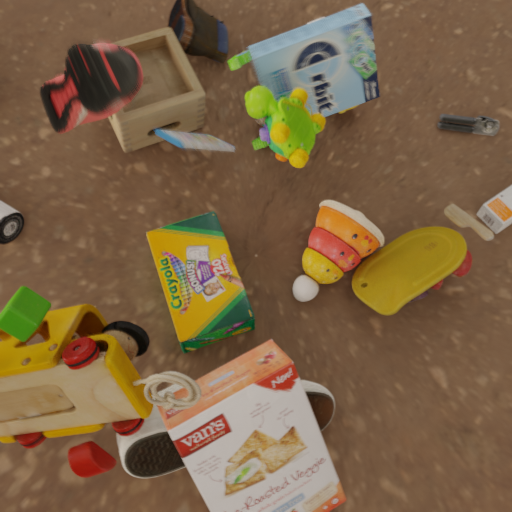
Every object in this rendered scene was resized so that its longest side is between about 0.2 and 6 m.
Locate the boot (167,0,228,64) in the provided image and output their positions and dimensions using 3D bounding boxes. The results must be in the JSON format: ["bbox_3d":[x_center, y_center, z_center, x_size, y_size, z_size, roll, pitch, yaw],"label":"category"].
[{"bbox_3d":[-1.228,-4.816,11.841,1.102,0.849,2.273,18,44,-26],"label":"boot"}]

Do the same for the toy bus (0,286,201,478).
[{"bbox_3d":[-2.286,1.331,7.034,2.823,2.664,1.459,25,36,-12],"label":"toy bus"}]

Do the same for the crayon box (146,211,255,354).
[{"bbox_3d":[-0.926,0.403,9.198,1.232,0.604,2.074,-18,65,-9],"label":"crayon box"}]

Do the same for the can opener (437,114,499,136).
[{"bbox_3d":[4.127,-2.579,10.907,1.160,0.309,0.388,9,32,5],"label":"can opener"}]

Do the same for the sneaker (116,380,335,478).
[{"bbox_3d":[-0.437,2.146,8.097,3.130,1.140,1.325,-4,23,-20],"label":"sneaker"}]

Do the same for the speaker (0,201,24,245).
[{"bbox_3d":[-4.891,-0.849,9.796,1.598,0.649,0.649,29,67,13],"label":"speaker"}]

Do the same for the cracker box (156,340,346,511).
[{"bbox_3d":[0.004,2.553,7.214,1.672,2.497,0.720,-27,24,-12],"label":"cracker box"}]

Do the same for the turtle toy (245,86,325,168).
[{"bbox_3d":[0.412,-2.098,8.854,0.733,1.451,1.057,-2,53,45],"label":"turtle toy"}]

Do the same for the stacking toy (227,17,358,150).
[{"bbox_3d":[0.729,-3.197,10.384,2.300,1.734,0.541,-28,27,-14],"label":"stacking toy"}]

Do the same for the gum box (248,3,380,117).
[{"bbox_3d":[1.041,-3.124,9.549,1.963,1.668,0.437,-19,52,6],"label":"gum box"}]

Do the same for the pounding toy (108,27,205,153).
[{"bbox_3d":[-2.316,-3.056,10.632,2.088,1.484,1.922,-22,74,-14],"label":"pounding toy"}]

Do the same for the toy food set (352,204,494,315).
[{"bbox_3d":[2.724,0.256,9.095,2.343,0.765,1.379,-32,31,-5],"label":"toy food set"}]

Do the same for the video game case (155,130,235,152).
[{"bbox_3d":[-1.067,-2.027,9.840,1.160,0.103,0.830,-5,28,-41],"label":"video game case"}]

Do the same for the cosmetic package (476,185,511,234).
[{"bbox_3d":[4.516,-0.893,9.981,1.015,0.362,0.515,-32,68,-16],"label":"cosmetic package"}]

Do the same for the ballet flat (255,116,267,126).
[{"bbox_3d":[0.596,-3.239,10.958,0.621,0.629,1.847,35,80,-25],"label":"ballet flat"}]

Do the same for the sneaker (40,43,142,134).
[{"bbox_3d":[-2.290,-2.616,8.427,1.144,2.639,0.972,-29,107,-37],"label":"sneaker"}]

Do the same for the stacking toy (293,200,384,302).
[{"bbox_3d":[1.198,0.049,9.290,1.244,1.244,1.702,33,87,15],"label":"stacking toy"}]
